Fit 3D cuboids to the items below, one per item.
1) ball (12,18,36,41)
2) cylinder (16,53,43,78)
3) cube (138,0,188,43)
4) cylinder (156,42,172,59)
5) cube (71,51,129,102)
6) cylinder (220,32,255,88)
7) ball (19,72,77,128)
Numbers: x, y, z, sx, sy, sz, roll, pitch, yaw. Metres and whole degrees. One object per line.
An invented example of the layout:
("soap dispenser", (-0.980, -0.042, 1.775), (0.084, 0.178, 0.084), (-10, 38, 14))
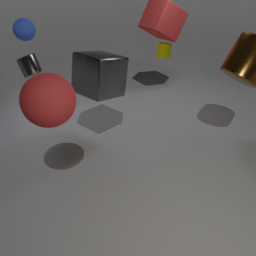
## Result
("ball", (-3.316, -3.145, 8.955), (0.700, 0.700, 0.700), (0, 31, 0))
("cylinder", (-3.603, -2.276, 10.255), (0.700, 0.700, 0.700), (-21, 15, 6))
("cube", (1.597, -4.950, 12.843), (1.400, 1.400, 1.400), (14, 15, -41))
("cylinder", (1.797, -3.878, 14.000), (0.700, 0.700, 0.700), (6, 23, -2))
("cube", (-0.996, -1.862, 9.801), (1.400, 1.400, 1.400), (24, 28, 34))
("cylinder", (4.122, -2.305, 9.561), (1.400, 1.400, 1.400), (28, 13, -7))
("ball", (-2.019, -0.701, 7.115), (1.400, 1.400, 1.400), (0, 31, 0))
